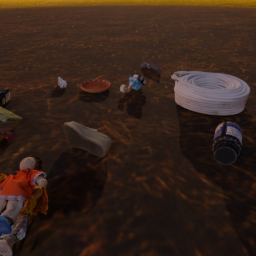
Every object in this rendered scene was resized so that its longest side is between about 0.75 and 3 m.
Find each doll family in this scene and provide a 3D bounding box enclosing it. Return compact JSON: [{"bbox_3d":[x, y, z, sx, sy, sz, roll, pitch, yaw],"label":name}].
[{"bbox_3d":[-3.945,0.208,7.809,0.887,0.644,1.429,10,30,17],"label":"doll family"},{"bbox_3d":[-2.544,1.470,5.278,2.875,1.296,1.784,-11,33,16],"label":"doll family"}]

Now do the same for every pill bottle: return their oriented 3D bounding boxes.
[{"bbox_3d":[2.618,0.396,7.393,0.725,0.725,1.297,11,31,19],"label":"pill bottle"}]

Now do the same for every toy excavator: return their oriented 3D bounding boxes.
[{"bbox_3d":[0.188,-1.771,11.591,0.514,1.028,1.000,21,-9,35],"label":"toy excavator"}]

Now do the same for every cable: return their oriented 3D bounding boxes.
[{"bbox_3d":[3.019,-1.296,10.283,2.645,0.916,2.646,-1,29,-5],"label":"cable"}]

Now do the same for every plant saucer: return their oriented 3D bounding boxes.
[{"bbox_3d":[-1.357,-1.759,11.835,1.271,0.205,1.271,-1,30,0],"label":"plant saucer"}]

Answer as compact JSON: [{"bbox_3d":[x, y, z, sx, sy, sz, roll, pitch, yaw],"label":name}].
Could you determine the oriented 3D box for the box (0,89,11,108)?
[{"bbox_3d":[-5.491,-0.875,9.942,2.069,0.476,1.645,0,29,1],"label":"box"}]

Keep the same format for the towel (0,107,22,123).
[{"bbox_3d":[-3.826,-0.415,8.503,0.941,0.231,1.268,26,1,-4],"label":"towel"}]

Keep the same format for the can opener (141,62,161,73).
[{"bbox_3d":[1.099,-2.996,14.075,0.430,0.343,1.287,-42,41,-6],"label":"can opener"}]

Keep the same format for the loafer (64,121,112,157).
[{"bbox_3d":[-1.124,0.270,7.803,1.647,0.623,0.562,29,38,27],"label":"loafer"}]

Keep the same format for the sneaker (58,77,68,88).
[{"bbox_3d":[-2.827,-1.944,12.130,0.307,0.316,0.866,-4,37,-26],"label":"sneaker"}]
